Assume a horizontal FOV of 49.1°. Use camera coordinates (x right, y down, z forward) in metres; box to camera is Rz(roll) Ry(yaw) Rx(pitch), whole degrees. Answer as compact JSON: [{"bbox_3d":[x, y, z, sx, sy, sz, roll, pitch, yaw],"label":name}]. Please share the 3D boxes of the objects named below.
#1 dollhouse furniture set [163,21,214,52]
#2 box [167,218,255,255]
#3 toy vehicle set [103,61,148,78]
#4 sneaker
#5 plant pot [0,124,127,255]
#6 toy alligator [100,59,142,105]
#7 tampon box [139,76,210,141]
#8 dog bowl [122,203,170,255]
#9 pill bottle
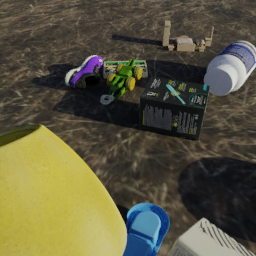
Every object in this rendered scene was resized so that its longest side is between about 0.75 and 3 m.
[{"bbox_3d":[2.810,-4.285,13.089,2.289,1.013,1.187,4,38,4],"label":"dollhouse furniture set"},{"bbox_3d":[1.821,2.654,3.763,2.909,1.195,0.995,33,23,30],"label":"box"},{"bbox_3d":[-0.113,-2.365,11.262,1.730,0.229,1.075,-2,38,-3],"label":"toy vehicle set"},{"bbox_3d":[-1.358,-2.006,10.510,1.012,0.707,2.034,23,47,18],"label":"sneaker"},{"bbox_3d":[-1.607,1.095,4.086,2.767,1.964,2.767,-15,14,4],"label":"plant pot"},{"bbox_3d":[-0.282,-1.496,9.844,0.933,0.677,2.816,15,46,18],"label":"toy alligator"},{"bbox_3d":[1.361,-0.608,8.259,1.805,1.140,1.353,12,40,15],"label":"tampon box"},{"bbox_3d":[0.234,2.148,5.358,0.857,0.381,1.538,17,41,20],"label":"dog bowl"},{"bbox_3d":[3.658,-2.118,10.034,1.354,1.354,2.437,23,43,27],"label":"pill bottle"}]
